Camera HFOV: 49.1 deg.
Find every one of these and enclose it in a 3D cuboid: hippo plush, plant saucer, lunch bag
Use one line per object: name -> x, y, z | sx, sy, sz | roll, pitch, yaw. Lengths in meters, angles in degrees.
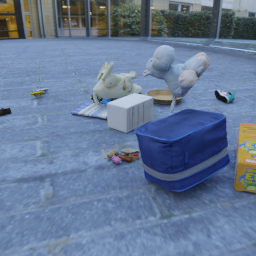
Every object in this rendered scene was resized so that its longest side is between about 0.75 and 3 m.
hippo plush -> 1.521, -1.960, 9.140 | 1.666, 2.072, 1.650 | 38, 66, 5
plant saucer -> 2.024, -1.683, 15.334 | 2.074, 0.367, 2.074 | 0, 23, 0
lunch bag -> 1.701, 0.620, 8.246 | 2.699, 1.786, 1.834 | -20, 20, -28

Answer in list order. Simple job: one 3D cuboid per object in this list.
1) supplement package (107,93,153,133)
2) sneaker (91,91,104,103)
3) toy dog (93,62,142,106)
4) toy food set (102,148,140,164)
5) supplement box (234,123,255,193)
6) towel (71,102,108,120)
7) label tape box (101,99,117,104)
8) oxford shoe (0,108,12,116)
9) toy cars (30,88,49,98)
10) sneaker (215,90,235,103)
supplement package -> 0.123, -0.697, 12.112 | 1.106, 1.110, 1.892 | 18, 29, 36
sneaker -> -1.228, -1.858, 14.346 | 1.782, 0.711, 1.160 | -30, 11, 11
toy dog -> -0.340, -1.860, 13.655 | 2.359, 2.287, 1.646 | 26, -6, -20
toy food set -> -0.199, 0.969, 9.462 | 1.335, 0.210, 0.848 | 2, 23, -14
supplement box -> 3.910, 0.839, 8.737 | 0.991, 1.024, 2.978 | 6, 27, 20
towel -> -1.479, -0.838, 13.559 | 2.119, 0.252, 1.556 | 8, 26, 22
label tape box -> -0.894, -1.804, 15.470 | 1.542, 0.488, 1.112 | -18, 29, -37
oxford shoe -> -5.999, -0.782, 13.278 | 0.860, 0.363, 0.312 | -22, 33, -38
toy cars -> -5.095, -2.013, 16.186 | 0.684, 0.338, 1.526 | 0, 20, 4
sneaker -> 5.394, -1.801, 15.357 | 0.789, 0.547, 1.307 | -11, 33, -13
